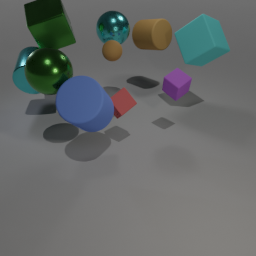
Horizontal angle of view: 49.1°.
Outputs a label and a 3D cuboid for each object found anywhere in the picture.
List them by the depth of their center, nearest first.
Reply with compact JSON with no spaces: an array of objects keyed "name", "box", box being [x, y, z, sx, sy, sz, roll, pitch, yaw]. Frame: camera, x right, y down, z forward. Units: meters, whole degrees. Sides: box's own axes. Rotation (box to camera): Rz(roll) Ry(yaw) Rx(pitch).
[{"name":"ball","box":[-2.349,-1.688,8.363,1.400,1.400,1.400,0,30,0]},{"name":"cylinder","box":[-1.238,-0.672,8.378,1.400,1.400,1.400,6,-9,11]},{"name":"cube","box":[-0.248,-0.837,9.529,0.700,0.700,0.700,-40,4,-16]},{"name":"ball","box":[-0.538,-2.635,9.566,0.700,0.700,0.700,0,30,0]},{"name":"cube","box":[1.710,-1.534,9.856,0.700,0.700,0.700,-37,64,-21]},{"name":"cube","box":[-2.997,-4.017,10.830,1.400,1.400,1.400,-19,59,0]},{"name":"cube","box":[2.983,-3.460,11.269,1.400,1.400,1.400,-25,-12,41]},{"name":"cylinder","box":[-3.825,-2.333,11.338,1.400,1.400,1.400,-3,46,-5]},{"name":"ball","box":[-0.620,-4.102,11.590,1.400,1.400,1.400,0,30,0]},{"name":"cylinder","box":[1.152,-4.470,13.428,1.400,1.400,1.400,-23,28,-35]}]
